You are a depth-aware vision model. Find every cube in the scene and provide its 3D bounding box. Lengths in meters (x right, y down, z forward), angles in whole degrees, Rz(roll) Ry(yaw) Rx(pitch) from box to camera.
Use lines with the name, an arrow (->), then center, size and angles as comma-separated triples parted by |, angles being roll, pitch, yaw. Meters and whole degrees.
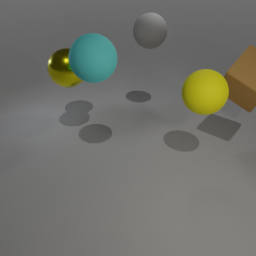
cube -> 4.212, -1.667, 9.663 | 1.400, 1.400, 1.400 | 39, 78, 16

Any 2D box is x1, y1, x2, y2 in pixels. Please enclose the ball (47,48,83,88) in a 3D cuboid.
ball -> -2.193, -2.168, 10.144 | 1.400, 1.400, 1.400 | 0, 30, 0

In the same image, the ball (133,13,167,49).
ball -> 0.905, -3.954, 11.428 | 1.400, 1.400, 1.400 | 0, 30, 0

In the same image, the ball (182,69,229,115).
ball -> 2.367, -1.104, 8.649 | 1.400, 1.400, 1.400 | 0, 30, 0

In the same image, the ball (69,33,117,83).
ball -> -1.013, -2.020, 8.146 | 1.400, 1.400, 1.400 | 0, 30, 0
